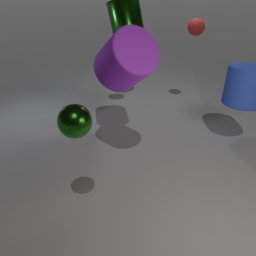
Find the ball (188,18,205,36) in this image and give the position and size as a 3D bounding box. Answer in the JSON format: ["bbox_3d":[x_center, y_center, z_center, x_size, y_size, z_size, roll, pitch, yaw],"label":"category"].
[{"bbox_3d":[2.820,-4.173,11.573,0.700,0.700,0.700,0,29,0],"label":"ball"}]

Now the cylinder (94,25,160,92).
[{"bbox_3d":[-0.065,-1.864,7.720,1.400,1.400,1.400,-18,-3,-29],"label":"cylinder"}]

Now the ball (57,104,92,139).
[{"bbox_3d":[-1.067,-0.135,5.617,0.700,0.700,0.700,0,29,0],"label":"ball"}]

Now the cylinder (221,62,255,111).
[{"bbox_3d":[4.100,-1.466,9.774,1.400,1.400,1.400,3,25,-1],"label":"cylinder"}]

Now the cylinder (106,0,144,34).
[{"bbox_3d":[-0.110,-4.823,12.095,1.400,1.400,1.400,-11,19,4],"label":"cylinder"}]
